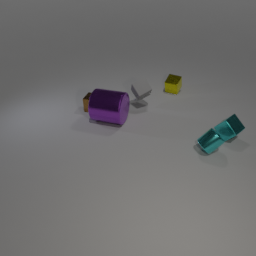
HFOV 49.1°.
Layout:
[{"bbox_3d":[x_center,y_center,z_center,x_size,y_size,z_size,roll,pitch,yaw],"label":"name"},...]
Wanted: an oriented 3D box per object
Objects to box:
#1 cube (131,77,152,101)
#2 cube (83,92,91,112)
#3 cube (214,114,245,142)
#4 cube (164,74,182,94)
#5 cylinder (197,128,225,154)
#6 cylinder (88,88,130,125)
[{"bbox_3d":[0.619,-1.798,13.035,0.700,0.700,0.700,-29,80,-9],"label":"cube"},{"bbox_3d":[-1.633,-1.180,13.093,0.700,0.700,0.700,8,35,14],"label":"cube"},{"bbox_3d":[3.959,-0.009,10.936,0.700,0.700,0.700,-29,81,-34],"label":"cube"},{"bbox_3d":[2.387,-2.307,14.755,0.700,0.700,0.700,17,57,23],"label":"cube"},{"bbox_3d":[3.003,0.471,10.174,0.700,0.700,0.700,-42,28,16],"label":"cylinder"},{"bbox_3d":[-0.793,-0.928,12.045,1.400,1.400,1.400,10,33,16],"label":"cylinder"}]
